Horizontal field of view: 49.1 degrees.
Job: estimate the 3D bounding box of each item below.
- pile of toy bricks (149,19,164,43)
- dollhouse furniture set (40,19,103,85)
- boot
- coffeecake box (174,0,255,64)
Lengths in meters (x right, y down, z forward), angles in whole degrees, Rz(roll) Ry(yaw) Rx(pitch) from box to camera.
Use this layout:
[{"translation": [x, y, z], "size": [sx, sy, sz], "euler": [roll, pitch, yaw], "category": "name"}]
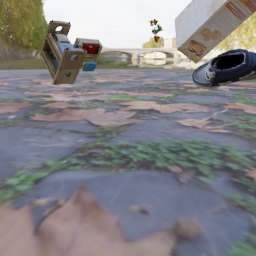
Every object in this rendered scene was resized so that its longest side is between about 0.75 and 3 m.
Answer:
[{"translation": [1.005, -3.310, 9.434], "size": [0.382, 0.773, 0.429], "euler": [-11, 25, 20], "category": "pile of toy bricks"}, {"translation": [-1.557, -2.440, 9.177], "size": [2.008, 1.407, 1.415], "euler": [-9, 59, -38], "category": "dollhouse furniture set"}, {"translation": [1.834, -1.223, 5.672], "size": [0.859, 0.692, 1.903], "euler": [5, -5, -33], "category": "boot"}, {"translation": [2.284, -3.089, 7.491], "size": [0.795, 2.175, 1.670], "euler": [28, 44, -24], "category": "coffeecake box"}]
